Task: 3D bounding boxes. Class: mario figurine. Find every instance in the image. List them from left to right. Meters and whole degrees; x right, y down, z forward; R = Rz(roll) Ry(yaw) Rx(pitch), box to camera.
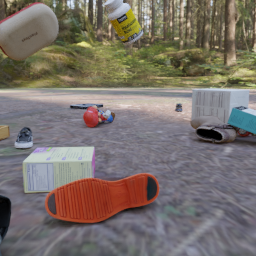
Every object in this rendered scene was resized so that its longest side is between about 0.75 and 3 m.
[{"bbox_3d":[-0.950,-0.495,9.240,0.902,0.775,1.462,-33,-9,18],"label":"mario figurine"}]

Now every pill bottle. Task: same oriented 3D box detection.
[{"bbox_3d":[-0.150,-3.312,8.582,0.745,1.338,0.745,-24,34,18],"label":"pill bottle"}]

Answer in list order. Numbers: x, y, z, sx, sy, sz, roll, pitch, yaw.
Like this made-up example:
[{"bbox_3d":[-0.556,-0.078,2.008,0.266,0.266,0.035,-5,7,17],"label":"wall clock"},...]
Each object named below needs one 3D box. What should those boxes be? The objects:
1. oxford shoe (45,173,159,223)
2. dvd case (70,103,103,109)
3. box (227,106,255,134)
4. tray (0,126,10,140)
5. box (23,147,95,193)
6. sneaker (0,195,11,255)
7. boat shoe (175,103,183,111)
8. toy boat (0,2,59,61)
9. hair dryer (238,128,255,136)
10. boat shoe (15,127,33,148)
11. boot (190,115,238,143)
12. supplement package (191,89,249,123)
[{"bbox_3d":[-0.303,0.806,3.256,1.318,0.469,0.478,-1,-11,-25],"label":"oxford shoe"},{"bbox_3d":[-2.172,-1.163,14.884,1.096,0.180,1.458,7,13,31],"label":"dvd case"},{"bbox_3d":[3.250,-0.021,6.408,1.718,0.422,0.707,26,22,33],"label":"box"},{"bbox_3d":[-4.066,0.152,6.983,1.854,0.343,0.915,1,10,8],"label":"tray"},{"bbox_3d":[-0.966,0.589,4.144,0.924,0.447,0.813,0,10,-5],"label":"box"},{"bbox_3d":[-1.573,0.816,2.306,1.232,0.709,2.362,-5,16,-24],"label":"sneaker"},{"bbox_3d":[2.437,-1.014,13.489,0.363,0.364,1.004,1,10,5],"label":"boat shoe"},{"bbox_3d":[-3.117,-3.032,8.522,1.926,1.257,1.259,-35,52,-12],"label":"toy boat"},{"bbox_3d":[3.363,0.152,7.391,0.940,0.335,1.235,15,13,-9],"label":"hair dryer"},{"bbox_3d":[-2.423,0.194,6.590,0.396,0.375,1.131,-2,10,-11],"label":"boat shoe"},{"bbox_3d":[2.049,0.023,7.191,1.529,0.537,1.118,8,15,42],"label":"boot"},{"bbox_3d":[3.197,-0.774,9.801,1.168,1.160,1.539,-8,13,-38],"label":"supplement package"}]
